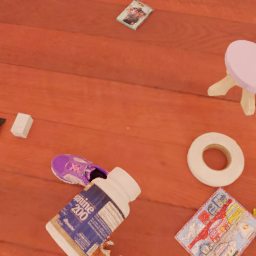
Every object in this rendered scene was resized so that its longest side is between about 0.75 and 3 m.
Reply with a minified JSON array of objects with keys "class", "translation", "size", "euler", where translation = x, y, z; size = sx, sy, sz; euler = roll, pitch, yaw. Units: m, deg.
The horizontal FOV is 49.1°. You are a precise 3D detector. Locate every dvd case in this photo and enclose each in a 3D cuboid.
[{"class":"dvd case","translation":[0.345,-5.433,13.392],"size":[1.124,0.169,1.539],"euler":[34,69,14]}]

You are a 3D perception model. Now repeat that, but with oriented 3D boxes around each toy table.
[{"class":"toy table","translation":[3.382,-1.433,8.108],"size":[1.893,1.206,2.059],"euler":[5,53,4]}]

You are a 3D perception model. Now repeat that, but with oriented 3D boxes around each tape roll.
[{"class":"tape roll","translation":[3.197,1.124,10.229],"size":[2.012,0.368,2.012],"euler":[-1,63,1]}]

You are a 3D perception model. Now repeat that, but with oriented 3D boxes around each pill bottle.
[{"class":"pill bottle","translation":[-0.785,2.089,7.048],"size":[1.269,1.269,2.287],"euler":[41,68,17]}]

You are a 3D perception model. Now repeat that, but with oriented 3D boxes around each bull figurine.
[{"class":"bull figurine","translation":[-0.645,4.182,8.784],"size":[0.960,0.515,1.581],"euler":[-33,71,-17]}]

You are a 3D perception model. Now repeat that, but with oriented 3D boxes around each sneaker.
[{"class":"sneaker","translation":[-1.514,1.527,9.658],"size":[2.589,1.145,1.041],"euler":[23,69,12]}]

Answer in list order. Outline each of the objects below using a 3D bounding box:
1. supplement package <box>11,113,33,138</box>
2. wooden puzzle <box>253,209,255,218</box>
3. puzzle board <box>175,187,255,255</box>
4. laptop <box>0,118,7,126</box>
[{"class":"supplement package","translation":[-4.058,-0.096,10.762],"size":[0.481,0.475,0.793],"euler":[13,66,6]},{"class":"wooden puzzle","translation":[4.989,3.537,9.235],"size":[1.904,0.223,1.284],"euler":[22,67,9]},{"class":"puzzle board","translation":[3.011,3.403,9.234],"size":[2.411,0.210,1.817],"euler":[-42,68,-16]},{"class":"laptop","translation":[-5.274,-0.027,10.975],"size":[0.753,0.466,0.804],"euler":[11,37,5]}]
